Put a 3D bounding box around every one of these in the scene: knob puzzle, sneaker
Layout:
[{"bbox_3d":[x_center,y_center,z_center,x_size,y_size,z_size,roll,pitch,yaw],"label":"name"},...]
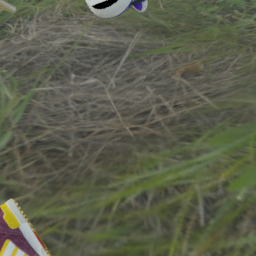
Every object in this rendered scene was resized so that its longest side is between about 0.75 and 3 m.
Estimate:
[{"bbox_3d":[-2.452,-2.001,3.389,1.830,0.254,1.830,22,7,-3],"label":"knob puzzle"},{"bbox_3d":[0.076,-2.544,5.031,1.018,1.850,2.527,-8,66,21],"label":"sneaker"},{"bbox_3d":[-1.281,1.645,3.315,0.709,0.590,1.573,-32,64,-24],"label":"sneaker"}]
